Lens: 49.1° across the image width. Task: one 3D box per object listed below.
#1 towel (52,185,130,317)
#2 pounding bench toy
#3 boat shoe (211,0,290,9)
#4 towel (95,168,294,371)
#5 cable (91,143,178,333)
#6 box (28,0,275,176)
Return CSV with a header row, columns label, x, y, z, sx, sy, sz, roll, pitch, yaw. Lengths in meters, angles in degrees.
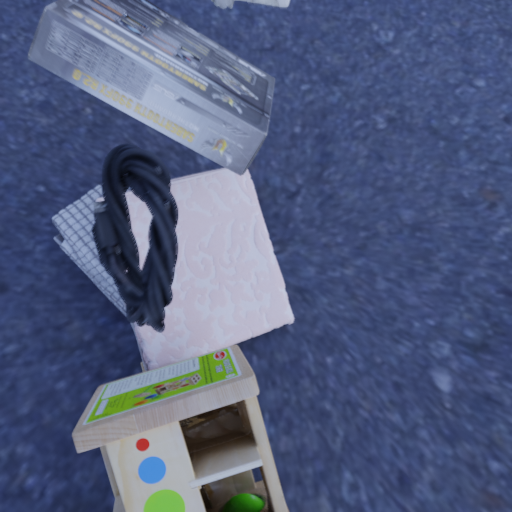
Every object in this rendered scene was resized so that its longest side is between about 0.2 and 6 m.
label,x,y,z,sx,sy,sz,roll,pitch,yaw
towel,-1.691,-0.158,8.096,1.709,0.883,2.064,-41,73,-19
pounding bench toy,-0.704,2.305,6.348,1.692,2.724,2.125,-16,93,-7
boat shoe,-0.358,-3.323,6.867,1.613,0.530,0.580,2,43,0
towel,-0.754,0.112,7.418,2.234,0.377,2.339,-17,91,-27
cable,-0.946,-0.129,4.687,0.399,1.280,1.569,-4,64,-36
box,-1.047,-2.246,6.788,2.615,0.632,2.071,27,33,-14
